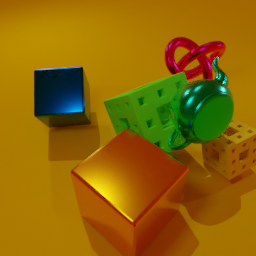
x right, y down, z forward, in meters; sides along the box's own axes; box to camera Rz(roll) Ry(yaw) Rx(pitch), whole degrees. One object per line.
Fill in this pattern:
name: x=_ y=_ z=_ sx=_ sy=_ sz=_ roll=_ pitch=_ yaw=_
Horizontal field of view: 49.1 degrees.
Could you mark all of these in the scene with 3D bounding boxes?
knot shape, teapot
knot shape: x=1.694 y=-1.599 z=6.780 sx=1.448 sy=1.548 sz=0.715 roll=-30 pitch=33 yaw=11
teapot: x=1.307 y=-0.403 z=5.099 sx=1.186 sy=1.907 sz=0.934 roll=24 pitch=10 yaw=-35

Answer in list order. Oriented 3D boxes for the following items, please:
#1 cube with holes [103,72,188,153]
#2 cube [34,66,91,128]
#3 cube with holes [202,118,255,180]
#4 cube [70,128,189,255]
cube with holes: x=0.517 y=-0.244 z=6.011 sx=1.338 sy=1.338 sz=1.338 roll=-25 pitch=10 yaw=-23
cube: x=-1.515 y=-0.696 z=6.655 sx=1.107 sy=1.107 sz=1.107 roll=-4 pitch=77 yaw=-1
cube with holes: x=2.153 y=0.407 z=5.927 sx=0.823 sy=0.823 sz=0.823 roll=-24 pitch=32 yaw=-16
cube: x=0.035 y=1.135 z=4.954 sx=1.397 sy=1.397 sz=1.397 roll=33 pitch=53 yaw=29
